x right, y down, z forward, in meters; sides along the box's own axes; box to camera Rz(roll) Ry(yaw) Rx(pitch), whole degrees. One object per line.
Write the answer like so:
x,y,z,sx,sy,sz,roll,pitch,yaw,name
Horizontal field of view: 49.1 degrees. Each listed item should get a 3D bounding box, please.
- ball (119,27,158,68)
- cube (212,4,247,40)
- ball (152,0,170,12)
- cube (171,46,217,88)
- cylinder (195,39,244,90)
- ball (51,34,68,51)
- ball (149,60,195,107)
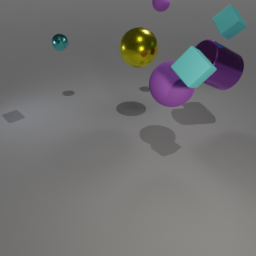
0.387,-2.865,10.035,1.400,1.400,1.400,0,30,0,ball
3.404,-3.535,9.390,0.700,0.700,0.700,4,62,-47,cube
1.290,-4.892,10.883,0.700,0.700,0.700,0,30,0,ball
1.628,-1.482,6.926,0.700,0.700,0.700,53,27,15,cube
3.050,-2.189,9.837,1.400,1.400,1.400,15,21,-30,cylinder
-2.871,-3.614,11.822,0.700,0.700,0.700,0,30,0,ball
1.334,-1.333,8.500,1.400,1.400,1.400,0,30,0,ball
